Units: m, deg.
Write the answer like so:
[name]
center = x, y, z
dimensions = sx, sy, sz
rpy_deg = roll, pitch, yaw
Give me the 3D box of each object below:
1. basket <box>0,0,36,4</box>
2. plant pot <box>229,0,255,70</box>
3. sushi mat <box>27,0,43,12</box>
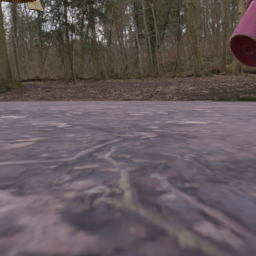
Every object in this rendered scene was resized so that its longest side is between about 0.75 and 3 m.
[basket]
center = -2.348, -3.044, 5.672
dimensions = 1.113, 1.162, 1.559
rpy_deg = 27, 25, -46
[plant pot]
center = 2.796, -1.926, 5.575
dimensions = 1.293, 1.444, 1.444
rpy_deg = -46, 17, -8
[sushi mat]
center = -2.853, -3.991, 8.074
dimensions = 0.076, 1.253, 0.599
rpy_deg = -15, 4, 30
